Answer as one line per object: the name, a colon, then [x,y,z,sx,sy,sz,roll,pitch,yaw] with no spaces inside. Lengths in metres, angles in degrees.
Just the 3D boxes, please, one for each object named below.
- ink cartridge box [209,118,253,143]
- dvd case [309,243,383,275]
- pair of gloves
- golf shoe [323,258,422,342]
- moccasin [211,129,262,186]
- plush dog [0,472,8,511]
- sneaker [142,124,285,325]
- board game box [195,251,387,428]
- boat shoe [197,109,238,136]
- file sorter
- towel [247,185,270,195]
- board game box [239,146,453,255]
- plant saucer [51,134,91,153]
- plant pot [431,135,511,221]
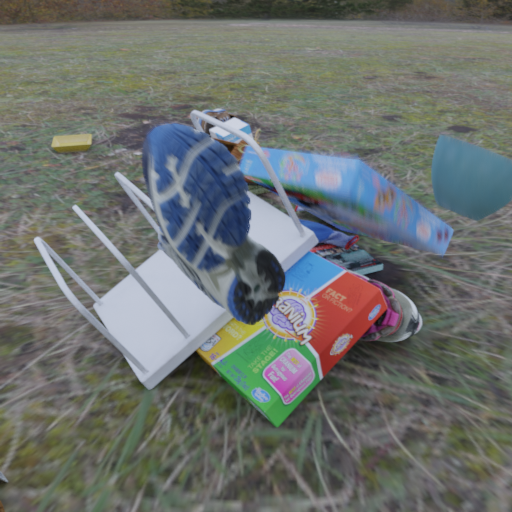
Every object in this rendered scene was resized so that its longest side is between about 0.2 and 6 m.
ink cartridge box: [-0.465,-2.407,12.637,0.694,1.109,0.713,-29,36,-17]
dvd case: [1.317,0.011,8.992,0.887,0.134,1.215,-13,28,-22]
pair of gloves: [1.164,-0.541,9.838,1.591,0.225,1.979,15,32,26]
golf shoe: [1.038,0.558,7.426,2.383,0.865,1.097,26,4,43]
moccasin: [-0.214,-2.031,11.368,2.404,0.928,0.879,19,43,38]
plush dog: [-2.874,2.014,4.619,1.220,1.140,1.421,-24,5,-14]
sneaker: [-0.581,-0.230,5.247,1.004,2.357,0.908,22,60,36]
board game box: [0.363,0.819,6.396,1.820,0.367,1.393,-44,44,-15]
boat shoe: [-1.030,-3.673,15.357,0.677,0.676,1.871,11,30,16]
file sorter: [-1.028,-0.205,6.716,2.638,1.643,1.831,-41,40,-9]
towel: [0.235,-1.758,12.096,1.748,0.319,1.297,-15,32,-23]
board game box: [1.298,-0.758,7.856,2.585,0.473,1.955,21,-2,-44]
plant saucer: [-4.671,-2.844,14.269,0.951,0.230,0.951,-7,29,-12]
plant pot: [2.522,-0.856,6.579,1.111,0.749,1.111,21,14,-6]
